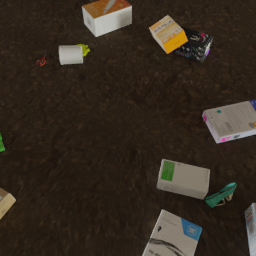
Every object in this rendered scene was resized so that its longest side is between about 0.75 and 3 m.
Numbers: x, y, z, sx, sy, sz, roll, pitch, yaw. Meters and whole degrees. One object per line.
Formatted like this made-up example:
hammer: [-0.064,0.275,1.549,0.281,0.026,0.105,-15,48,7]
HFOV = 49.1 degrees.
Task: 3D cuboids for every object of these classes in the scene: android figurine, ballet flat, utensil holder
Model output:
android figurine: [-2.357,-3.821,13.754,0.927,0.190,0.844,-19,57,-14]
ballet flat: [3.150,2.273,9.303,1.256,0.423,0.442,-24,83,-16]
utensil holder: [-2.649,-3.419,13.065,1.013,0.861,0.861,-4,54,-5]

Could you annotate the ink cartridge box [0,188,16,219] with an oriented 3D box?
ink cartridge box: [-4.831,2.571,8.848,1.540,0.702,1.870,26,59,16]

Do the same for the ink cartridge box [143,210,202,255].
ink cartridge box: [1.124,3.686,8.015,1.288,0.753,2.220,21,57,15]

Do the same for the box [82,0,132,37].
box: [-1.078,-5.926,14.714,2.202,1.074,1.370,-27,59,-18]

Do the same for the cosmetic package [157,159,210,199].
cosmetic package: [1.859,1.725,9.462,1.624,0.689,0.874,10,54,8]

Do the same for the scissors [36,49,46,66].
scissors: [-4.055,-3.423,13.553,0.423,0.081,1.156,13,54,12]

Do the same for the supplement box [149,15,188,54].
supplement box: [1.665,-3.943,11.738,0.992,0.579,1.574,-33,46,7]

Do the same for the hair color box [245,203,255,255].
hair color box: [4.291,3.619,8.030,1.313,0.804,2.652,6,55,4]

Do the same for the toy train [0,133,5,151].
toy train: [-5.094,0.296,10.737,0.439,0.325,1.555,-19,56,-25]

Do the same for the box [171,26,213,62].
box: [3.038,-4.033,13.460,1.708,0.906,1.044,24,58,17]

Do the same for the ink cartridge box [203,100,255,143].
ink cartridge box: [4.315,-0.295,11.048,2.335,0.490,1.393,-14,56,-6]
